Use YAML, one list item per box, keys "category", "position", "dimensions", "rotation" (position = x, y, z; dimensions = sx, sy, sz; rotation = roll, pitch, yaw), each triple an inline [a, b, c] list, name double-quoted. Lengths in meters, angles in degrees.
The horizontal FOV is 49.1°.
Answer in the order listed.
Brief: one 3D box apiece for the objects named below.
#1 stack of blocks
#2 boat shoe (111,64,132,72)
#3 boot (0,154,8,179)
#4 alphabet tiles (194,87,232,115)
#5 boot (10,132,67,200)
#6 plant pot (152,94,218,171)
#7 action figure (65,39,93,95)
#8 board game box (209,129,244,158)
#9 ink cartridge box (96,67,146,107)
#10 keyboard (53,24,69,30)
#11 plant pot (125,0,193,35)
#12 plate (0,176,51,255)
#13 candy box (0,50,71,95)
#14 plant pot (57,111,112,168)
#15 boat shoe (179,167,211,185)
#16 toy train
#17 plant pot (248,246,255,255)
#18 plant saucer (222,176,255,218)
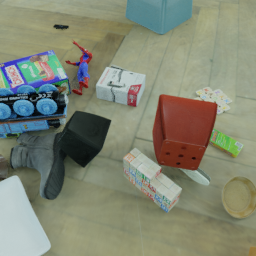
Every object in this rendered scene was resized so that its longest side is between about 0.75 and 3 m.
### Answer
- category: "stack of blocks"
  position: [0.724, 1.627, 8.805]
  dimensions: [1.922, 1.107, 0.563]
  rotation: [37, 59, 26]
- category: "boat shoe"
  position: [-0.108, -2.413, 12.795]
  dimensions: [1.603, 0.583, 0.503]
  rotation: [24, 96, 12]
- category: "boot"
  position: [-5.112, 1.143, 9.520]
  dimensions: [1.980, 0.636, 1.845]
  rotation: [-18, 65, -11]
- category: "alphabet tiles"
  position: [3.578, -1.173, 11.856]
  dimensions: [1.489, 0.111, 1.522]
  rotation: [-21, 53, -17]
- category: "boot"
  position: [-3.079, 1.250, 9.385]
  dimensions: [1.821, 0.965, 2.765]
  rotation: [-4, 40, 2]
- category: "plant pot"
  position: [1.700, 0.274, 8.854]
  dimensions: [1.850, 1.851, 1.632]
  rotation: [10, 48, 4]
- category: "action figure"
  position: [-2.300, -2.865, 12.551]
  dimensions: [1.351, 0.891, 2.731]
  rotation: [30, 41, -27]
- category: "board game box"
  position: [3.518, 0.518, 10.363]
  dimensions: [1.344, 0.202, 0.642]
  rotation: [34, 57, 23]
- category: "ink cartridge box"
  position: [-0.295, -1.774, 11.933]
  dimensions: [1.821, 0.755, 1.337]
  rotation: [13, 52, 10]
- category: "keyboard"
  position: [-3.778, -5.643, 15.698]
  dimensions: [0.857, 0.088, 0.544]
  rotation: [8, 44, 8]
- category: "plant pot"
  position: [1.817, -7.492, 15.398]
  dimensions: [2.899, 2.953, 2.891]
  rotation: [37, 58, 27]
- category: "plate"
  position: [-3.989, 3.085, 7.989]
  dimensions: [2.809, 0.454, 2.803]
  rotation: [-27, 56, -22]
- category: "candy box"
  position: [-4.100, -2.089, 12.034]
  dimensions: [2.640, 1.017, 2.232]
  rotation: [-21, 54, -16]
- category: "plant pot"
  position: [-1.551, 0.258, 9.467]
  dimensions: [1.247, 1.406, 1.403]
  rotation: [30, 45, -15]
- category: "boat shoe"
  position: [2.069, 1.255, 9.439]
  dimensions: [1.755, 0.627, 0.525]
  rotation: [34, 62, 30]
- category: "toy train"
  position: [-3.640, -0.604, 10.312]
  dimensions: [2.983, 1.704, 1.293]
  rotation: [-6, 45, -5]
- category: "plant pot"
  position: [3.626, 3.734, 6.925]
  dimensions: [1.434, 1.434, 1.004]
  rotation: [22, 69, 18]
- category: "plant saucer"
  position: [3.412, 2.119, 8.652]
  dimensions: [1.270, 0.225, 1.270]
  rotation: [2, 82, -13]
